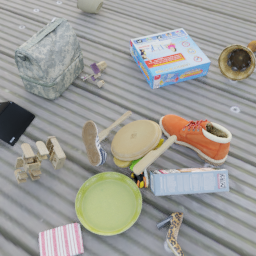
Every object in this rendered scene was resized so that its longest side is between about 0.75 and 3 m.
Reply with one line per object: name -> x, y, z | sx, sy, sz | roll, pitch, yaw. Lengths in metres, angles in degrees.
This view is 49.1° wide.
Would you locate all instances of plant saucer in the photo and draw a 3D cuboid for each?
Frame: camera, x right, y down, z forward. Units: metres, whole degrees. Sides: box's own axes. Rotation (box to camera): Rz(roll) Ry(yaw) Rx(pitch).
plant saucer -> -0.569, 2.242, 8.350 | 1.966, 0.305, 1.966 | 0, 53, 0

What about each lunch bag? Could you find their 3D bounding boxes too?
lunch bag -> -3.080, -2.827, 11.102 | 1.825, 2.197, 2.619 | 23, 56, 17

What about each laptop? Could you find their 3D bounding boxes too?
laptop -> -4.635, -0.180, 10.383 | 1.713, 0.884, 1.518 | -1, 46, 32

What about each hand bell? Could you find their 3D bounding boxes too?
hand bell -> 5.231, -3.344, 12.346 | 1.528, 1.528, 2.934 | 30, 45, 21

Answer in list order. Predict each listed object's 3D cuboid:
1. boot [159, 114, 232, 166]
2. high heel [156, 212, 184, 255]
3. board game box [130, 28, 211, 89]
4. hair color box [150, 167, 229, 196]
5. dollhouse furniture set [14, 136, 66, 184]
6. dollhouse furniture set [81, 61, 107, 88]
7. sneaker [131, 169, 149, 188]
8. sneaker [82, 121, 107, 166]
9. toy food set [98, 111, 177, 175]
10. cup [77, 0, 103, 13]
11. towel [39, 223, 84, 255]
boot -> 2.225, 0.055, 9.390 | 2.617, 1.403, 0.982 | 31, 60, 24
high heel -> 1.436, 2.917, 7.713 | 0.869, 0.435, 1.219 | -27, 47, -12
board game box -> 1.755, -3.116, 12.259 | 2.661, 0.744, 2.605 | -16, 54, -12
hair color box -> 1.760, 1.558, 8.311 | 2.100, 1.040, 0.637 | -2, 87, -3
dollhouse furniture set -> -2.861, 0.882, 8.866 | 1.424, 1.248, 0.946 | -8, 49, -40
dollhouse furniture set -> -1.357, -2.250, 12.009 | 0.876, 0.978, 1.234 | -23, 15, 33
sneaker -> 0.332, 1.383, 8.960 | 0.505, 0.393, 1.123 | -6, 54, -9
sneaker -> -1.072, 0.524, 9.095 | 0.514, 0.796, 1.467 | -14, 77, 11
toy food set -> 0.242, 0.491, 9.222 | 1.916, 0.557, 2.775 | -39, 37, -13
cup -> -1.890, -6.668, 14.798 | 0.993, 1.389, 1.389 | 36, 58, 1
towel -> -1.850, 3.172, 7.725 | 1.169, 0.175, 0.855 | -13, 53, -7
